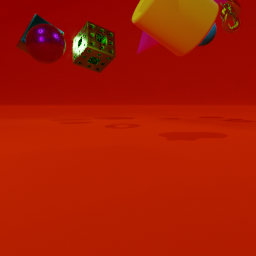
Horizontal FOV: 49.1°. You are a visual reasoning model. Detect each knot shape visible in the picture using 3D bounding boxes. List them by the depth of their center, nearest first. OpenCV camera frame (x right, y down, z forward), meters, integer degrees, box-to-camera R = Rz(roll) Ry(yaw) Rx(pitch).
[{"bbox_3d":[3.207,-3.555,8.770,0.563,1.141,1.219,-8,17,19],"label":"knot shape"}]

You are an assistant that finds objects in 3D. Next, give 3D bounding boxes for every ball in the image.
[{"bbox_3d":[-2.271,-2.312,7.734,1.063,1.063,1.063,0,5,0],"label":"ball"},{"bbox_3d":[2.772,-3.666,10.593,1.097,1.097,1.097,0,5,0],"label":"ball"}]

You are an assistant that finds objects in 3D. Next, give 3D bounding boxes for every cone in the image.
[{"bbox_3d":[0.666,-2.986,9.779,1.025,1.029,1.025,39,18,-15],"label":"cone"}]

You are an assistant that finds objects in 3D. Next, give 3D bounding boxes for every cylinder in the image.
[{"bbox_3d":[0.722,-1.800,4.385,0.972,0.972,0.972,30,-5,-19],"label":"cylinder"}]

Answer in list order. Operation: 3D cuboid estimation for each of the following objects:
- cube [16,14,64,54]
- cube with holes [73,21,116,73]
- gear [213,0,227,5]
[{"bbox_3d":[-2.876,-2.873,9.114,1.006,1.006,1.006,30,-11,-28],"label":"cube"},{"bbox_3d":[-1.238,-2.900,10.175,1.128,1.128,1.128,13,-28,-33],"label":"cube with holes"},{"bbox_3d":[2.814,-4.089,7.758,0.238,1.284,1.284,22,-5,-25],"label":"gear"}]
